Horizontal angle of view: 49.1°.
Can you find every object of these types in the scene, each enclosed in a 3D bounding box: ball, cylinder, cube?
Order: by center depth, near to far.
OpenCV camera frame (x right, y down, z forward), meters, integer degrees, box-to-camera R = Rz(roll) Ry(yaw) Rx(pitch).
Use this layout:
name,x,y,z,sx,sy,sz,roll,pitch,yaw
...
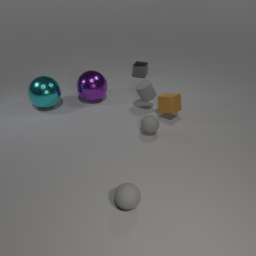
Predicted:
name,x,y,z,sx,sy,sz,roll,pitch,yaw
ball,-0.010,1.806,7.432,0.700,0.700,0.700,0,32,0
ball,0.824,-0.142,10.484,0.700,0.700,0.700,0,32,0
cube,1.708,-1.020,11.491,0.700,0.700,0.700,9,22,41
cylinder,0.759,-1.594,11.940,0.700,0.700,0.700,-22,34,16
ball,-3.616,-1.556,12.170,1.400,1.400,1.400,0,32,0
ball,-1.640,-1.916,12.766,1.400,1.400,1.400,0,32,0
cube,0.691,-3.234,15.541,0.700,0.700,0.700,10,33,15
